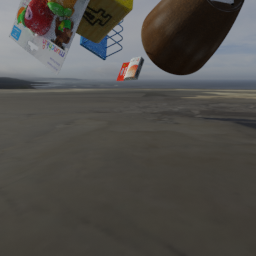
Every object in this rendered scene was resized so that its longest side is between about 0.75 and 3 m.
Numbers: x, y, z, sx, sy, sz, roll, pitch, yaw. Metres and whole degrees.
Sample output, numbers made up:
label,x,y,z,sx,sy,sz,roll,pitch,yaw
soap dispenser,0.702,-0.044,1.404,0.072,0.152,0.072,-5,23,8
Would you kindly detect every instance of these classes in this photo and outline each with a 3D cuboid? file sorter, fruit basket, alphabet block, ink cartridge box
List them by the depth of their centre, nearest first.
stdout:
label,x,y,z,sx,sy,sz,roll,pitch,yaw
fruit basket,-1.292,-2.065,4.471,1.746,1.885,0.884,39,15,32
alphabet block,-0.803,-2.996,6.124,1.414,1.406,1.440,18,-27,-32
file sorter,-0.873,-3.659,10.156,1.097,1.788,1.241,-14,-25,38
ink cartridge box,0.026,-2.252,10.686,1.104,0.895,0.277,6,-21,39

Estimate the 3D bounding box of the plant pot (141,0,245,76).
label,x,y,z,sx,sy,sz,roll,pitch,yaw
plant pot,1.910,-3.076,7.833,2.454,2.454,2.625,-3,-8,-15
